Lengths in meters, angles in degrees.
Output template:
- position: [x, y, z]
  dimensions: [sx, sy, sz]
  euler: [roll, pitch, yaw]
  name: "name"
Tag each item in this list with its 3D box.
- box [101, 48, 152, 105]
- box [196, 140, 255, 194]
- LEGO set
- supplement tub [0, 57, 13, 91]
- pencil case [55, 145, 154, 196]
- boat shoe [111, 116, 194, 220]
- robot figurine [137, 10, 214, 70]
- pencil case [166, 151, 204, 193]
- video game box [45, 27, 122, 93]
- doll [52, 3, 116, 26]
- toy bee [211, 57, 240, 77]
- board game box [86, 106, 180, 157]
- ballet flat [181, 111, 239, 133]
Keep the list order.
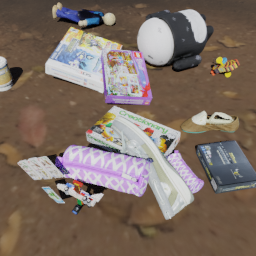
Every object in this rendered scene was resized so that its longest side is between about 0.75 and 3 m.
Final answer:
- position: [-0.095, -1.677, 9.011]
  dimensions: [1.418, 0.405, 2.073]
  euler: [2, 56, -14]
  name: "box"
- position: [2.386, 0.912, 6.820]
  dimensions: [1.035, 0.335, 1.313]
  euler: [-6, 44, -8]
  name: "box"
- position: [-1.286, 1.106, 5.528]
  dimensions: [1.216, 1.628, 0.400]
  euler: [-15, 30, 46]
  name: "LEGO set"
- position: [-4.228, -1.770, 9.200]
  dimensions: [0.699, 0.967, 0.699]
  euler: [0, 42, 0]
  name: "supplement tub"
- position: [-0.431, 0.815, 5.407]
  dimensions: [1.773, 0.744, 0.758]
  euler: [9, 10, 17]
  name: "pencil case"
- position: [0.371, 0.766, 5.953]
  dimensions: [0.770, 0.885, 2.402]
  euler: [-38, 83, -8]
  name: "boat shoe"
- position: [1.709, -3.295, 10.286]
  dimensions: [2.814, 1.756, 2.114]
  euler: [-21, 33, -21]
  name: "robot figurine"
- position: [1.327, 1.030, 6.606]
  dimensions: [0.448, 0.456, 1.068]
  euler: [7, 36, -41]
  name: "pencil case"
- position: [-1.452, -2.407, 9.695]
  dimensions: [2.031, 0.522, 2.230]
  euler: [20, 52, -4]
  name: "video game box"
- position: [-1.984, -5.153, 12.980]
  dimensions: [2.832, 0.686, 1.932]
  euler: [10, 36, 2]
  name: "doll"
- position: [3.305, -2.090, 9.883]
  dimensions: [0.802, 1.226, 0.666]
  euler: [44, 83, -3]
  name: "toy bee"
- position: [0.140, 0.234, 7.506]
  dimensions: [2.145, 0.371, 1.354]
  euler: [23, 47, 22]
  name: "board game box"
- position: [2.303, -0.190, 7.809]
  dimensions: [1.616, 0.585, 0.548]
  euler: [2, 43, 3]
  name: "ballet flat"
